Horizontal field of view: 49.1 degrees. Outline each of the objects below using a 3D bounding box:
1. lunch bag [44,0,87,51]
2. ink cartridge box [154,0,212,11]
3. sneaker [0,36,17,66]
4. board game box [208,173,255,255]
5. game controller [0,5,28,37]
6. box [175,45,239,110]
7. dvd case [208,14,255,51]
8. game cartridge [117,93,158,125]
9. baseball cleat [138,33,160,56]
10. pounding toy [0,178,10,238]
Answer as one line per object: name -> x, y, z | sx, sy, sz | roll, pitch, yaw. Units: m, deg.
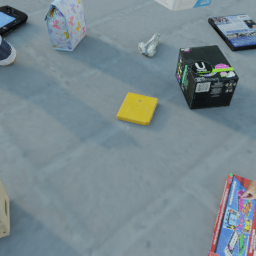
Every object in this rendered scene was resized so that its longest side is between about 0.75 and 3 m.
lunch bag -> -2.104, -3.652, 9.433 | 1.024, 1.611, 1.366 | 12, 49, 11
ink cartridge box -> 1.296, -3.412, 5.169 | 1.237, 2.149, 0.729 | -24, 56, -33
sneaker -> -5.013, -2.788, 8.527 | 2.852, 1.547, 0.999 | 13, 76, 10
board game box -> 2.209, 1.883, 5.190 | 1.108, 0.209, 2.152 | 19, 50, 16
game controller -> -4.921, -3.778, 10.296 | 1.329, 0.536, 2.547 | 22, 51, 19
box -> 2.106, -1.431, 7.764 | 1.180, 0.987, 1.589 | -5, 47, -5
dvd case -> 4.115, -3.561, 10.325 | 1.608, 0.198, 2.254 | -9, 48, -7
game cartridge -> 0.263, -0.516, 7.499 | 0.873, 0.161, 0.990 | 14, 51, 13
baseball cleat -> 0.716, -2.905, 9.547 | 0.656, 0.430, 1.232 | 10, 47, 9
pounding toy -> -2.755, 1.724, 5.039 | 1.111, 0.858, 1.207 | -15, 38, -15
